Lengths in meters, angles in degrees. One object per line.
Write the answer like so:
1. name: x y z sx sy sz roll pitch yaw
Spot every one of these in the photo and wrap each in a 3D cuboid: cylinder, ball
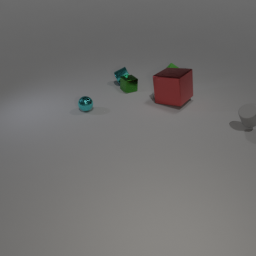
1. cylinder: 4.822 -0.486 11.135 0.700 0.700 0.700 -19 49 23
2. ball: -1.943 -1.112 12.834 0.700 0.700 0.700 0 32 0
3. cylinder: -0.309 -2.869 15.242 0.700 0.700 0.700 -25 32 8

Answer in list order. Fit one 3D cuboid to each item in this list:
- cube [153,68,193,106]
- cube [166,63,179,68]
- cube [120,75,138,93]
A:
1. cube: 2.171 -1.993 13.373 1.400 1.400 1.400 12 33 35
2. cube: 2.391 -2.982 15.346 0.700 0.700 0.700 29 51 -16
3. cube: 0.049 -2.322 14.744 0.700 0.700 0.700 -14 35 -24
